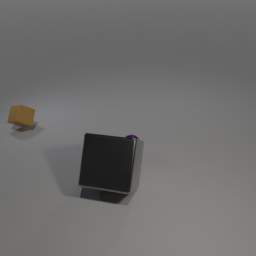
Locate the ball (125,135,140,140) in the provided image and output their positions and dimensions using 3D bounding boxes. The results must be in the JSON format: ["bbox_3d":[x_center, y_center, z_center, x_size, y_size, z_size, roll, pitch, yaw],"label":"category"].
[{"bbox_3d":[0.112,0.577,9.671,0.700,0.700,0.700,0,28,0],"label":"ball"}]

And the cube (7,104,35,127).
[{"bbox_3d":[-4.240,-0.480,11.155,0.700,0.700,0.700,-3,-16,38],"label":"cube"}]

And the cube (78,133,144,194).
[{"bbox_3d":[-0.408,0.937,7.743,1.400,1.400,1.400,6,-3,11],"label":"cube"}]
